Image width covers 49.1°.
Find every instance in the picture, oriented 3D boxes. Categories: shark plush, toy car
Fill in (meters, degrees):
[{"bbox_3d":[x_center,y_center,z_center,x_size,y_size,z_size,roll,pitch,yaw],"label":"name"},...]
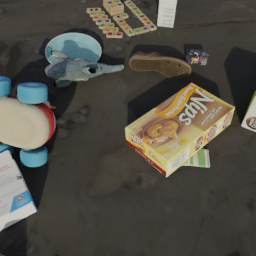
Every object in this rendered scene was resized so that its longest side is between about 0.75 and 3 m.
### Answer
[{"bbox_3d":[-1.425,-1.814,9.372,2.677,1.216,1.115,5,9,-28],"label":"shark plush"},{"bbox_3d":[-2.726,-0.437,8.004,2.042,2.128,2.309,11,22,11],"label":"toy car"}]

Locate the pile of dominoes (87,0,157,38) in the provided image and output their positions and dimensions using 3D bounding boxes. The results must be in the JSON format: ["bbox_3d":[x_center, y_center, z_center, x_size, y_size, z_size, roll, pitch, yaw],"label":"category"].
[{"bbox_3d":[-0.369,-4.986,12.310,2.254,0.460,2.892,-20,53,-16],"label":"pile of dominoes"}]

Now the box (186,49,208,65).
[{"bbox_3d":[2.564,-2.645,10.441,0.761,0.403,0.465,6,51,5],"label":"box"}]

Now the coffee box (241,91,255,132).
[{"bbox_3d":[4.313,-0.649,8.216,1.319,1.332,1.334,24,55,18],"label":"coffee box"}]

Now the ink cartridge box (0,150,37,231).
[{"bbox_3d":[-3.076,1.500,6.955,1.006,0.579,1.737,-26,55,-19],"label":"ink cartridge box"}]

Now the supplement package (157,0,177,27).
[{"bbox_3d":[1.660,-5.024,11.805,0.702,1.282,0.729,9,51,7],"label":"supplement package"}]

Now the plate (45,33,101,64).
[{"bbox_3d":[-2.024,-2.805,10.464,2.055,0.263,2.055,3,56,-4],"label":"plate"}]

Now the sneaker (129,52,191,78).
[{"bbox_3d":[1.183,-2.407,10.019,2.220,0.782,0.838,12,48,9],"label":"sneaker"}]

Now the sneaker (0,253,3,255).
[{"bbox_3d":[-3.109,3.051,5.708,1.601,0.570,0.901,-2,55,-11],"label":"sneaker"}]

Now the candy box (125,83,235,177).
[{"bbox_3d":[1.500,-0.066,8.049,2.821,0.780,1.628,-34,54,-25],"label":"candy box"}]

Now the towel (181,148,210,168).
[{"bbox_3d":[1.837,0.812,7.840,0.851,0.100,0.649,3,50,5],"label":"towel"}]
